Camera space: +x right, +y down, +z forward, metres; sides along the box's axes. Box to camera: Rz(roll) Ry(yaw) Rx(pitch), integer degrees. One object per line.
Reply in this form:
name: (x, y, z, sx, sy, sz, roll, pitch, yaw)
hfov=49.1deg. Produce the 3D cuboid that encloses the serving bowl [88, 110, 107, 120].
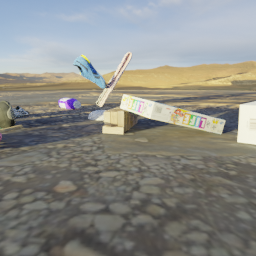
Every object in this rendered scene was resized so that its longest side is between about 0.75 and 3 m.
serving bowl: (-1.208, -0.601, 12.555, 1.147, 0.377, 1.147, 0, 9, 0)

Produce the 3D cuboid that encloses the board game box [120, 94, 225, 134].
board game box: (1.421, -0.447, 9.049, 2.829, 0.484, 1.902, 11, 7, -29)

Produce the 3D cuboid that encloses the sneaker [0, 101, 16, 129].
sneaker: (-4.861, -0.312, 9.718, 2.696, 1.017, 1.069, -3, 14, 41)

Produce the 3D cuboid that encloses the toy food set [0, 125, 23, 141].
toy food set: (-4.206, 0.367, 6.973, 2.930, 0.462, 1.863, -5, 8, 19)

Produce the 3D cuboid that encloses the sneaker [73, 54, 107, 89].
sneaker: (-1.159, -1.597, 8.473, 0.490, 1.250, 0.412, -50, 27, -18)

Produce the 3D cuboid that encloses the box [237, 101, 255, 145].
box: (3.902, -0.193, 8.103, 0.843, 1.076, 1.730, 8, 13, 40)

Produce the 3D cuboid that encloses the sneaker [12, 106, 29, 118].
sneaker: (-5.130, -0.812, 13.405, 0.435, 0.519, 1.173, 1, 8, 11)

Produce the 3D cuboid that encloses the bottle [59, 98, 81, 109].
bottle: (-3.446, -1.456, 16.745, 0.780, 0.610, 1.868, -18, 19, -36)

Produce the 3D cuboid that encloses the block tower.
block tower: (-0.199, -0.375, 10.194, 0.714, 0.765, 2.645, 2, 11, 12)

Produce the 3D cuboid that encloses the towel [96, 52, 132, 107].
towel: (-0.494, -1.654, 9.789, 0.275, 1.627, 1.703, 32, -23, -7)
